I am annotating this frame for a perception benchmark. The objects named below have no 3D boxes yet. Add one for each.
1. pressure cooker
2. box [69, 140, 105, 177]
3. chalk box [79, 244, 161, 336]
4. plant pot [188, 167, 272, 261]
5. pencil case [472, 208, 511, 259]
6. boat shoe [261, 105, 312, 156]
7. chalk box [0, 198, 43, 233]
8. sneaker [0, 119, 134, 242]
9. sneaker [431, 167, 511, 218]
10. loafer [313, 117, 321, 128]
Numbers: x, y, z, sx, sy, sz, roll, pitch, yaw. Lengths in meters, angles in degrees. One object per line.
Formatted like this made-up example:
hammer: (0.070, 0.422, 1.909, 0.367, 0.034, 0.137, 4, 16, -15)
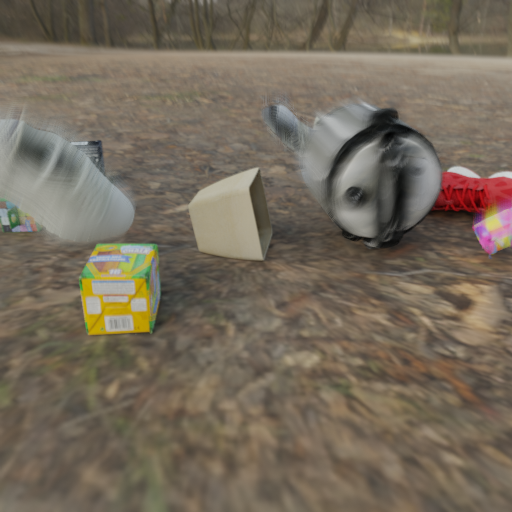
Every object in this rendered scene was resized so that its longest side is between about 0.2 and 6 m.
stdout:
pressure cooker: (1.858, -1.286, 9.068, 1.947, 1.978, 2.214, 35, 16, -26)
box: (-3.897, -2.040, 12.476, 0.941, 0.956, 0.562, -4, 25, -8)
chalk box: (-1.728, 0.340, 7.396, 0.841, 0.836, 1.351, -1, 25, -4)
plant pot: (-0.434, -0.645, 9.282, 1.094, 1.234, 1.236, -7, 23, 12)
pencil case: (4.092, -0.521, 8.717, 1.379, 0.610, 0.610, -30, 22, 11)
boat shoe: (0.775, -2.204, 10.321, 1.656, 0.594, 0.561, 44, 26, 8)
chalk box: (-4.237, -0.842, 10.199, 0.678, 0.683, 1.094, -2, 26, -3)
sneaker: (-2.673, -0.990, 8.025, 1.151, 1.092, 2.858, -10, -22, 30)
sneaker: (3.861, -0.994, 10.477, 1.499, 1.017, 2.595, -16, 16, -15)
loafer: (2.919, -3.218, 14.988, 2.910, 1.015, 1.017, 5, 25, 11)
